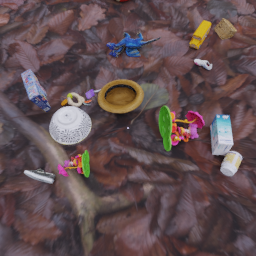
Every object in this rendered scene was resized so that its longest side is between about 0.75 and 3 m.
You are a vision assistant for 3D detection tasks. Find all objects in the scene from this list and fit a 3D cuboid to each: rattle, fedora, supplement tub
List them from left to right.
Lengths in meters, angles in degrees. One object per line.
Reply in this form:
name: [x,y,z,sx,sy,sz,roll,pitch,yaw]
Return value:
rattle: [-2.129,-1.013,11.625,1.018,0.728,0.663,5,42,-40]
fedora: [-0.269,-1.137,11.325,1.869,0.762,1.869,-4,57,7]
supplement tub: [3.668,1.267,9.975,0.558,0.558,0.767,29,63,16]

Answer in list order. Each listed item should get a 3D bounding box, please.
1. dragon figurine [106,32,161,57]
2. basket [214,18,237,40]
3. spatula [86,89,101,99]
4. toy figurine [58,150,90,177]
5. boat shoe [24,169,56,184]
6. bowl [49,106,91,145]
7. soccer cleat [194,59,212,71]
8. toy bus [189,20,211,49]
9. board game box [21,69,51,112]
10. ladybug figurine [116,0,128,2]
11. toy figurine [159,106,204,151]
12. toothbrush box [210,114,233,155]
dragon figurine: [0.269,-3.770,12.961,2.447,0.720,1.217,6,59,4]
basket: [4.840,-4.842,13.873,0.646,0.674,0.905,3,52,-38]
spatula: [-1.200,-1.570,11.687,1.211,0.342,0.124,-25,45,-14]
toy figurine: [-1.960,1.300,9.943,1.031,0.841,1.120,-9,37,5]
boat shoe: [-3.099,1.644,9.874,1.086,0.384,0.346,17,60,2]
bowl: [-2.286,-0.270,10.787,1.668,0.783,1.668,0,59,1]
soccer cleat: [3.410,-2.950,12.655,0.891,0.385,0.311,33,64,19]
toy bus: [3.468,-4.462,13.455,0.491,0.591,1.509,27,62,15]
board game box: [-3.539,-1.482,10.820,0.435,1.412,1.411,-28,72,0]
ladybug figurine: [-0.207,-7.243,15.219,1.340,0.482,0.910,-16,60,-10]
toy figurine: [2.128,-0.021,10.573,1.571,1.281,1.706,-3,80,-13]
toothbrush box: [3.446,0.262,10.380,0.534,0.917,1.253,3,60,2]
